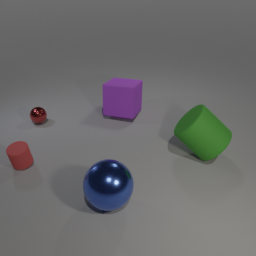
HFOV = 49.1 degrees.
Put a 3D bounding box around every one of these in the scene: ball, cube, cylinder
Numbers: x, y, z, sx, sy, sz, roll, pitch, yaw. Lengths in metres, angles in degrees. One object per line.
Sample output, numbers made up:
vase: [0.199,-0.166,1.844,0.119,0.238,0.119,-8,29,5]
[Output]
ball: [-3.792,-0.549,11.849,0.700,0.700,0.700,0,31,0]
cube: [-0.220,-1.348,12.361,1.400,1.400,1.400,8,24,16]
ball: [-0.539,1.565,7.742,1.400,1.400,1.400,0,31,0]
cylinder: [2.538,0.155,9.574,1.400,1.400,1.400,42,33,-10]
cylinder: [-3.603,0.913,9.340,0.700,0.700,0.700,-2,40,2]
